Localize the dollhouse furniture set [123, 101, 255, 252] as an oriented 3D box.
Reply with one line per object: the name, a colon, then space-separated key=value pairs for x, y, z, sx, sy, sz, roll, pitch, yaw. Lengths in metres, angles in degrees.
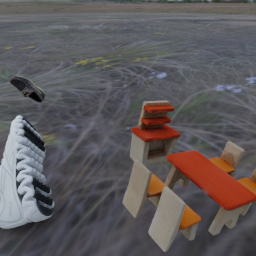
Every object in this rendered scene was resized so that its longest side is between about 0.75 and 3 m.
dollhouse furniture set: x=0.833 y=0.452 z=3.907 sx=1.942 sy=1.001 sz=1.921 roll=-6 pitch=31 yaw=-35

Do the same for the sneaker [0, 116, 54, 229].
sneaker: x=-1.807 y=0.624 z=4.559 sx=0.837 sy=0.776 sz=2.065 roll=-26 pitch=49 yaw=4

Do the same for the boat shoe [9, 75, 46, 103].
boat shoe: x=-2.828 y=-1.093 z=7.961 sx=1.104 sy=0.411 sz=0.405 roll=30 pitch=37 yaw=-38
